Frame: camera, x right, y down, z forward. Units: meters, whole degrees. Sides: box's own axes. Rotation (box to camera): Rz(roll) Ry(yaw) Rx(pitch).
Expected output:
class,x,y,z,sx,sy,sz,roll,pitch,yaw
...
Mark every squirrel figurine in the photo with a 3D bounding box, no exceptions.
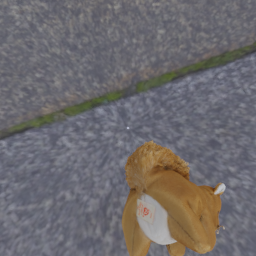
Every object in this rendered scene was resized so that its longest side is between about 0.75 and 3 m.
class,x,y,z,sx,sy,sz,roll,pitch,yaw
squirrel figurine,0.898,1.126,4.934,1.929,1.462,2.066,2,58,-45
